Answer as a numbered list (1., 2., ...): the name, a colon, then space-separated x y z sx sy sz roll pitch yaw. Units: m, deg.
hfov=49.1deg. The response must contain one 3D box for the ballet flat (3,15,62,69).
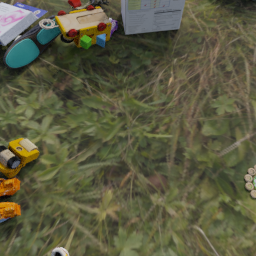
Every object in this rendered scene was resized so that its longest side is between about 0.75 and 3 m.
1. ballet flat: -3.556 -3.235 10.491 0.999 0.999 2.735 40 76 18

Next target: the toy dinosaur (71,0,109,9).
1. toy dinosaur: -1.361 -5.323 11.717 1.966 0.467 0.866 -39 55 -17

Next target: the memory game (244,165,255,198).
1. memory game: 4.106 1.673 8.423 1.206 0.077 1.206 0 63 0

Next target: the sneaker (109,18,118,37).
1. sneaker: -0.605 -3.969 11.102 0.396 0.361 0.896 9 63 -4

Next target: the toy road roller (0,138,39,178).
1. toy road roller: -3.420 0.947 8.518 0.765 0.909 1.245 36 32 16

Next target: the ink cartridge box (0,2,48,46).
1. ink cartridge box: -4.629 -4.253 10.844 2.203 0.486 2.244 27 67 32

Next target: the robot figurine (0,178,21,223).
1. robot figurine: -4.170 2.122 7.890 2.151 0.626 1.560 -11 62 -5

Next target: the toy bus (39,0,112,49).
1. toy bus: -1.756 -3.588 10.358 2.284 1.180 2.155 20 57 1

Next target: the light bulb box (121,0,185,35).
1. light bulb box: 0.889 -4.922 10.477 2.266 2.286 1.427 -8 64 -5

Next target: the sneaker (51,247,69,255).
1. sneaker: -1.627 3.798 7.013 0.578 0.695 1.543 -22 65 -10
